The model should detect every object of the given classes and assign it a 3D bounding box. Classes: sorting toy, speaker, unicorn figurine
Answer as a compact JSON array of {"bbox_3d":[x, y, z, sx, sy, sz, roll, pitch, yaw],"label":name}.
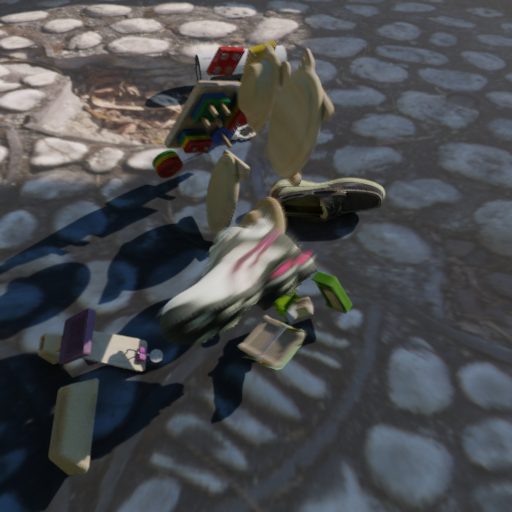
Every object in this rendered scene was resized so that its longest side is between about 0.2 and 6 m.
[{"bbox_3d":[-0.663,-2.612,10.680,1.594,3.306,0.559,-15,65,-43],"label":"sorting toy"},{"bbox_3d":[-0.370,-4.896,14.578,2.325,0.944,0.944,-9,44,-11],"label":"speaker"},{"bbox_3d":[-0.495,-2.913,12.861,0.887,0.477,1.291,-14,29,0],"label":"unicorn figurine"}]

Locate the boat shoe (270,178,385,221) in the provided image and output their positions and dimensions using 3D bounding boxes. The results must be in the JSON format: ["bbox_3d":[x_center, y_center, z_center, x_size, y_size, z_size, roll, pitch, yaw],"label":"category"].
[{"bbox_3d":[1.314,-0.993,10.568,2.166,0.774,0.712,3,50,9],"label":"boat shoe"}]

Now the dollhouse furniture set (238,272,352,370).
[{"bbox_3d":[0.619,1.077,8.313,0.877,0.678,1.756,18,59,48],"label":"dollhouse furniture set"}]

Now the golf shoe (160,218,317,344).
[{"bbox_3d":[-0.365,0.292,7.082,2.534,0.978,1.116,-23,72,-48],"label":"golf shoe"}]

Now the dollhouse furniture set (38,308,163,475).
[{"bbox_3d":[-2.161,1.995,7.757,1.420,1.585,2.000,21,57,-38],"label":"dollhouse furniture set"}]

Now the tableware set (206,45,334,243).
[{"bbox_3d":[0.047,-1.460,8.881,0.446,3.844,3.211,5,33,-24],"label":"tableware set"}]
